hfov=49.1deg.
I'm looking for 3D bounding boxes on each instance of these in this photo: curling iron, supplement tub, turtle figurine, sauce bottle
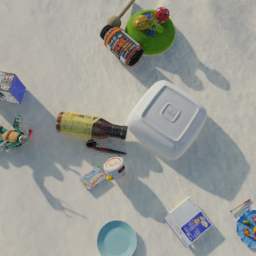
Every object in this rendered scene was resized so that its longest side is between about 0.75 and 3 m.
[{"bbox_3d":[-0.789,0.725,10.013,1.514,0.194,0.375,16,73,5],"label":"curling iron"},{"bbox_3d":[-0.295,-3.250,10.883,1.743,0.932,0.932,43,77,12],"label":"supplement tub"},{"bbox_3d":[-4.156,0.285,9.756,1.929,0.971,1.444,4,55,18],"label":"turtle figurine"},{"bbox_3d":[-1.260,-0.028,9.960,2.498,0.825,0.825,10,73,0],"label":"sauce bottle"}]

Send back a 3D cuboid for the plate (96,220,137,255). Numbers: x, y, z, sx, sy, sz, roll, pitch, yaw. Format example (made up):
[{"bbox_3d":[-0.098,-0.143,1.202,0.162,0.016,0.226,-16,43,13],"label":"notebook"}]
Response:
[{"bbox_3d":[-0.369,3.669,9.106,1.310,0.167,1.310,0,73,-1],"label":"plate"}]

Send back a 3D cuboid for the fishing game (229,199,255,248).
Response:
[{"bbox_3d":[4.143,3.289,9.183,1.235,0.268,1.725,-26,74,-11],"label":"fishing game"}]

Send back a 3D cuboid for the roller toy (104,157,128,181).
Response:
[{"bbox_3d":[-0.404,1.400,9.490,0.730,0.559,0.800,-16,29,9],"label":"roller toy"}]

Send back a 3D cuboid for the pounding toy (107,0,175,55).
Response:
[{"bbox_3d":[0.652,-4.237,11.021,2.669,1.238,2.060,36,76,10],"label":"pounding toy"}]

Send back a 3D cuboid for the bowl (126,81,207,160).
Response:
[{"bbox_3d":[1.426,-0.418,9.967,2.465,0.920,2.462,36,75,9],"label":"bowl"}]

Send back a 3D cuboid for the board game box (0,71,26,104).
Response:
[{"bbox_3d":[-4.684,-1.516,10.210,1.449,1.155,0.702,10,72,3],"label":"board game box"}]

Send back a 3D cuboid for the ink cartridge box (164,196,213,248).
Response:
[{"bbox_3d":[1.967,3.086,9.245,1.178,0.277,1.164,-36,77,-9],"label":"ink cartridge box"}]

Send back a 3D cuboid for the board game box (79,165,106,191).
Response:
[{"bbox_3d":[-1.214,1.733,9.724,0.801,0.138,0.542,-37,76,-11],"label":"board game box"}]
